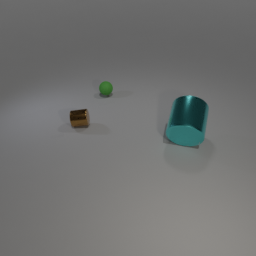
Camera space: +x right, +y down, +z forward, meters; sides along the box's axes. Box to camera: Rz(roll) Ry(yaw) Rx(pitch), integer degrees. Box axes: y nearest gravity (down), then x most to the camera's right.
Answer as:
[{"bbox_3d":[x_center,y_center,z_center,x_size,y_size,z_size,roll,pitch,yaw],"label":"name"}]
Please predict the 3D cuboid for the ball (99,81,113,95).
[{"bbox_3d":[-1.111,-2.004,14.111,0.700,0.700,0.700,0,32,0],"label":"ball"}]

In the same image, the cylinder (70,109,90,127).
[{"bbox_3d":[-2.014,-0.423,11.719,0.700,0.700,0.700,-6,32,3],"label":"cylinder"}]

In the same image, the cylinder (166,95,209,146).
[{"bbox_3d":[2.227,-0.252,10.464,1.400,1.400,1.400,9,58,14],"label":"cylinder"}]
